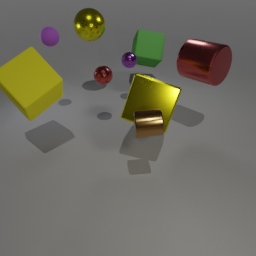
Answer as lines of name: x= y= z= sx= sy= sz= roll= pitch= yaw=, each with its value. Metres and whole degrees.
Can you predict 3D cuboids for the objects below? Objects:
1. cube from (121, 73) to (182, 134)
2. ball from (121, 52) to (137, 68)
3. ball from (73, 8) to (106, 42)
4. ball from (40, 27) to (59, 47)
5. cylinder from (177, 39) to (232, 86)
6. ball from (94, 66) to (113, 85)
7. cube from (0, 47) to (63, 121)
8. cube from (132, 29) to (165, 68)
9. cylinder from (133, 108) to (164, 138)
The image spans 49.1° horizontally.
cube: x=0.718 y=-0.787 z=8.679 sx=1.400 sy=1.400 sz=1.400 roll=20 pitch=10 yaw=3
ball: x=0.057 y=-2.979 z=12.286 sx=0.700 sy=0.700 sz=0.700 roll=0 pitch=31 yaw=0
ball: x=-1.691 y=-4.528 z=12.324 sx=1.400 sy=1.400 sz=1.400 roll=0 pitch=31 yaw=0
ball: x=-2.907 y=-3.387 z=10.392 sx=0.700 sy=0.700 sz=0.700 roll=0 pitch=31 yaw=0
cylinder: x=2.680 y=-2.328 z=9.870 sx=1.400 sy=1.400 sz=1.400 roll=-26 pitch=39 yaw=-37
ball: x=-0.912 y=-1.940 z=10.317 sx=0.700 sy=0.700 sz=0.700 roll=0 pitch=31 yaw=0
cube: x=-2.989 y=-1.307 z=8.624 sx=1.400 sy=1.400 sz=1.400 roll=-42 pitch=88 yaw=-19
cube: x=0.986 y=-4.070 z=14.475 sx=1.400 sy=1.400 sz=1.400 roll=8 pitch=-3 yaw=-8
cylinder: x=0.517 y=-0.123 z=7.150 sx=0.700 sy=0.700 sz=0.700 roll=-6 pitch=31 yaw=0
